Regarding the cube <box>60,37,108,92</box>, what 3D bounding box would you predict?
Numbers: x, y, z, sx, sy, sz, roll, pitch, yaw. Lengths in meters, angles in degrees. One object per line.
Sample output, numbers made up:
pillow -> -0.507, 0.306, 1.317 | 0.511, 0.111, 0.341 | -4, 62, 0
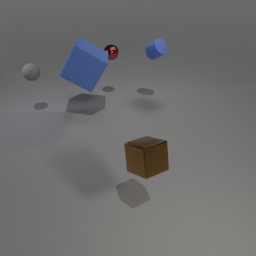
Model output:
cube -> -1.726, -2.564, 11.252 | 1.400, 1.400, 1.400 | 26, 26, -17

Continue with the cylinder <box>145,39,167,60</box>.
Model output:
cylinder -> 1.231, -3.419, 12.195 | 0.700, 0.700, 0.700 | -27, 8, -36

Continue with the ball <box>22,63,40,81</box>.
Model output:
ball -> -3.906, -2.254, 11.316 | 0.700, 0.700, 0.700 | 0, 32, 0

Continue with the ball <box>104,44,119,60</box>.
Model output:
ball -> -0.762, -3.432, 12.702 | 0.700, 0.700, 0.700 | 0, 32, 0

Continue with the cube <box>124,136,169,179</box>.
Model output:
cube -> 0.419, 0.639, 6.293 | 0.700, 0.700, 0.700 | -15, 16, -35
